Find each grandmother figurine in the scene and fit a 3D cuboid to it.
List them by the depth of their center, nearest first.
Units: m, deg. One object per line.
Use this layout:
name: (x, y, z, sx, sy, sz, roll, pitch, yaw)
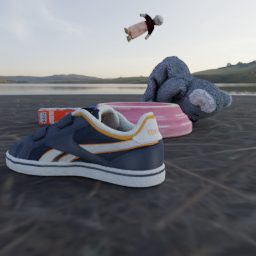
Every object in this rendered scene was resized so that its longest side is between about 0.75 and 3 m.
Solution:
grandmother figurine: (0.610, -3.662, 10.030, 1.520, 0.922, 0.460, -27, 44, -13)

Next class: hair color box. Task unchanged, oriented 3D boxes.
hair color box: (-2.180, -0.421, 9.433, 1.525, 0.488, 0.846, -3, 9, -12)

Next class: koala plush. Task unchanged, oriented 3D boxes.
koala plush: (2.054, -1.114, 9.365, 2.492, 2.290, 2.210, 23, 18, 36)

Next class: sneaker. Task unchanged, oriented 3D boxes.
sneaker: (-0.666, 0.163, 3.930, 2.427, 0.964, 0.952, 2, 10, 21)

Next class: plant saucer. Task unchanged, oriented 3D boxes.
plant saucer: (0.270, -0.302, 7.731, 2.946, 0.747, 2.946, 0, 9, 0)

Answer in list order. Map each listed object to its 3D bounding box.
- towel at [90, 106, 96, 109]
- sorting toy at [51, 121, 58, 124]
towel: (-0.361, -1.061, 14.283, 2.918, 0.347, 2.143, -7, 10, -40)
sorting toy: (-1.762, -0.113, 8.439, 1.173, 0.157, 0.874, -1, 8, -4)
